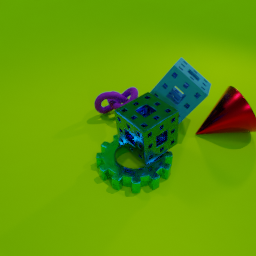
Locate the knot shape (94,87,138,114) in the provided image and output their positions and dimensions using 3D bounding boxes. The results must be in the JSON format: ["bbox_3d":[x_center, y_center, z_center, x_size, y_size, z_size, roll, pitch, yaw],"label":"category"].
[{"bbox_3d":[-0.300,-0.927,9.360,1.499,0.693,1.403,-9,7,14],"label":"knot shape"}]

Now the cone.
[{"bbox_3d":[2.758,-0.196,8.535,1.602,1.596,1.596,-29,38,5],"label":"cone"}]

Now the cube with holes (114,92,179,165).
[{"bbox_3d":[0.489,-0.011,7.238,1.137,1.137,1.137,-31,47,-24],"label":"cube with holes"}]

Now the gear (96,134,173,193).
[{"bbox_3d":[0.171,0.842,7.465,1.982,0.366,1.982,0,37,0],"label":"gear"}]

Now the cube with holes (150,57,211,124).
[{"bbox_3d":[1.580,-1.155,8.582,1.273,1.273,1.273,42,30,-1],"label":"cube with holes"}]
